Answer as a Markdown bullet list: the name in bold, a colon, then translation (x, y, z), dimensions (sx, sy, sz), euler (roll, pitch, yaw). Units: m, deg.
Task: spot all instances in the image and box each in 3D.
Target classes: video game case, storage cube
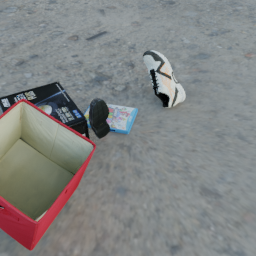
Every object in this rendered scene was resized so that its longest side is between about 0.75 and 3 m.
- **video game case**: translation (-0.570, -0.334, 8.469), dimensions (1.520, 0.135, 1.088), euler (10, 43, 12)
- **storage cube**: translation (-1.836, 0.881, 5.145), dimensions (1.656, 1.741, 1.937), euler (32, 49, 2)

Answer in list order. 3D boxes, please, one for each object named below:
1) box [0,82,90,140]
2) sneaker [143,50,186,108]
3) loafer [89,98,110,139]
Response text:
- **box**: translation (-2.324, -0.178, 7.689), dimensions (1.809, 0.951, 2.209), euler (-21, 45, -22)
- **sneaker**: translation (1.032, -1.521, 8.783), dimensions (0.791, 0.728, 1.976), euler (-37, 96, -25)
- **loafer**: translation (-0.797, -0.288, 6.918), dimensions (0.537, 1.476, 0.534), euler (-35, 65, -23)
